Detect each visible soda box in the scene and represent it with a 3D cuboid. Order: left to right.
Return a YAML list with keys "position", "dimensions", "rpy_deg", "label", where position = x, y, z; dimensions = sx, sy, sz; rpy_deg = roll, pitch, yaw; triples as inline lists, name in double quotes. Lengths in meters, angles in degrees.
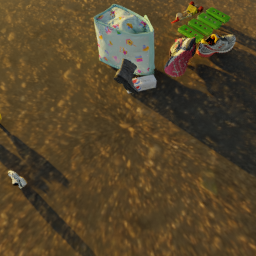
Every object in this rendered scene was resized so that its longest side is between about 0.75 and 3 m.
- position: [0.539, -1.866, 11.866]
  dimensions: [1.266, 0.403, 0.431]
  rpy_deg: [-14, 54, -10]
  label: "soda box"

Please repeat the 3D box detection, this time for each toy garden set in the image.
- position: [3.510, -5.468, 14.515]
  dimensions: [2.751, 0.549, 2.293]
  rpy_deg: [-37, 63, -24]
  label: "toy garden set"

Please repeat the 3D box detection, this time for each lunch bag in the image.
- position: [0.055, -3.636, 11.974]
  dimensions: [2.699, 2.299, 1.646]
  rpy_deg: [30, 60, 25]
  label: "lunch bag"

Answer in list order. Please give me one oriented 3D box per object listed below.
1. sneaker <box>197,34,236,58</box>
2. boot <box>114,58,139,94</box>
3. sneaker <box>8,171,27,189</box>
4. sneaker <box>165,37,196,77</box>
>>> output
- position: [4.248, -3.997, 13.182]
  dimensions: [2.069, 0.850, 0.805]
  rpy_deg: [-23, 57, -17]
  label: "sneaker"
- position: [0.080, -1.182, 6.465]
  dimensions: [0.300, 0.861, 0.567]
  rpy_deg: [19, 80, 38]
  label: "boot"
- position: [-3.734, 1.710, 9.257]
  dimensions: [0.787, 0.298, 0.345]
  rpy_deg: [26, 58, 19]
  label: "sneaker"
- position: [2.234, -3.168, 12.554]
  dimensions: [0.976, 1.054, 2.613]
  rpy_deg: [12, 45, 28]
  label: "sneaker"
